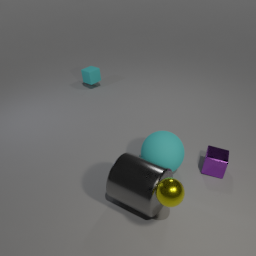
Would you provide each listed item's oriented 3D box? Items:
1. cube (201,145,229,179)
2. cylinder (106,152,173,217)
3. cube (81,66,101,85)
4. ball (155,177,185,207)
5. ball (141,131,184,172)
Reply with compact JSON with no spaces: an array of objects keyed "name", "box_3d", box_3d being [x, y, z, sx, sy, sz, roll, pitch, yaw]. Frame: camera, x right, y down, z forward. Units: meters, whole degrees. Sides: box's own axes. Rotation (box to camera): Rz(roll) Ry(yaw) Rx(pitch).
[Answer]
[{"name":"cube","box_3d":[2.868,1.109,9.197,0.700,0.700,0.700,15,35,14]},{"name":"cylinder","box_3d":[0.341,1.555,7.866,1.400,1.400,1.400,19,37,28]},{"name":"cube","box_3d":[-1.921,-2.761,14.641,0.700,0.700,0.700,24,43,39]},{"name":"ball","box_3d":[1.008,1.543,6.724,0.700,0.700,0.700,0,33,0]},{"name":"ball","box_3d":[1.118,0.787,9.078,1.400,1.400,1.400,0,33,0]}]
